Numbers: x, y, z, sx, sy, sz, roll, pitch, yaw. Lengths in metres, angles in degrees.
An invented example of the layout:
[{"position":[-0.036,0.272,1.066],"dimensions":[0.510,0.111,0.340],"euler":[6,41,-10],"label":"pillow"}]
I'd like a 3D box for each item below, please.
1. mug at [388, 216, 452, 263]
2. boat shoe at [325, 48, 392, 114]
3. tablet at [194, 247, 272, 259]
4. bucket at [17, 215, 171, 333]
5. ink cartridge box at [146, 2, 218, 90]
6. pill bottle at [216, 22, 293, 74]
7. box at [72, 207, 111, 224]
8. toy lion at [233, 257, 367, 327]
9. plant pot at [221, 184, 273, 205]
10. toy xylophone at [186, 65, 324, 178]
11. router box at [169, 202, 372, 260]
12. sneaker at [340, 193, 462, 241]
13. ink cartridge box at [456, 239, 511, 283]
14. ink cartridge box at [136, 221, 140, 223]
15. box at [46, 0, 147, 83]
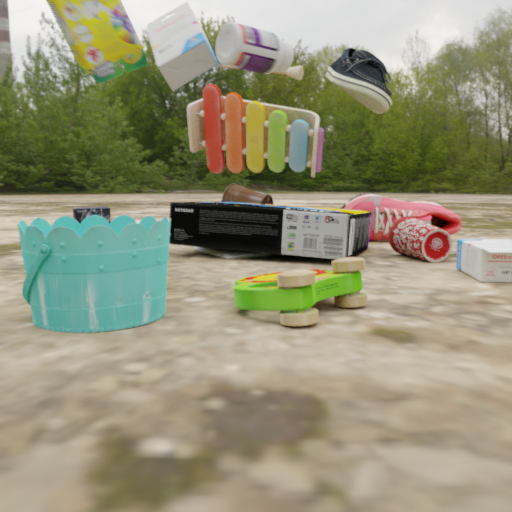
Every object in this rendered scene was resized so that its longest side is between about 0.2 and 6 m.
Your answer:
[{"position":[3.007,-0.285,9.866],"dimensions":[0.956,0.719,1.077],"euler":[-4,12,-12],"label":"mug"},{"position":[1.954,-3.324,10.337],"dimensions":[1.001,0.835,2.684],"euler":[31,20,-19],"label":"boat shoe"},{"position":[-0.462,-0.098,10.629],"dimensions":[0.969,0.102,1.490],"euler":[-4,9,-29],"label":"tablet"},{"position":[-1.616,0.126,5.721],"dimensions":[1.564,1.017,1.564],"euler":[0,7,0],"label":"bucket"},{"position":[-1.269,-3.551,9.406],"dimensions":[0.880,0.519,1.529],"euler":[-26,48,8],"label":"ink cartridge box"},{"position":[0.001,-2.662,7.269],"dimensions":[0.951,0.530,0.530],"euler":[-2,7,-37],"label":"pill bottle"},{"position":[-3.816,-0.754,13.008],"dimensions":[0.807,0.734,0.420],"euler":[-5,9,-25],"label":"box"},{"position":[0.338,0.356,6.246],"dimensions":[1.534,0.549,1.600],"euler":[-3,5,39],"label":"toy lion"},{"position":[-0.223,-1.483,16.868],"dimensions":[1.244,1.256,1.256],"euler":[12,13,27],"label":"plant pot"},{"position":[-0.014,-2.970,12.393],"dimensions":[3.312,2.425,0.832],"euler":[8,36,24],"label":"toy xylophone"},{"position":[0.354,-0.542,10.537],"dimensions":[3.259,0.832,2.431],"euler":[6,7,19],"label":"router box"},{"position":[3.202,-0.832,12.351],"dimensions":[2.930,1.080,1.271],"euler":[-2,9,-17],"label":"sneaker"},{"position":[3.463,0.075,7.959],"dimensions":[0.824,0.486,1.432],"euler":[1,8,4],"label":"ink cartridge box"},{"position":[-2.879,-0.601,13.135],"dimensions":[0.678,0.393,0.937],"euler":[-4,9,-29],"label":"ink cartridge box"},{"position":[-2.297,-3.323,7.990],"dimensions":[0.938,1.599,0.387],"euler":[-32,14,-26],"label":"box"}]
